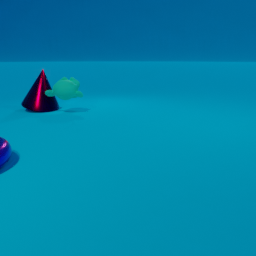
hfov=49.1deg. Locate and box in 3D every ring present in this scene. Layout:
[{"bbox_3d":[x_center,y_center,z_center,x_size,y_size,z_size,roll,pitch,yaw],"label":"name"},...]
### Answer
[{"bbox_3d":[-3.270,0.531,5.164,2.094,0.419,2.094,0,15,0],"label":"ring"}]

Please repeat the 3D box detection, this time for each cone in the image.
[{"bbox_3d":[-3.211,-1.500,10.428,1.399,1.404,1.399,9,22,-4],"label":"cone"}]

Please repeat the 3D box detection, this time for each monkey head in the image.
[{"bbox_3d":[-2.206,-1.300,10.202,1.437,1.034,0.866,3,50,11],"label":"monkey head"}]
